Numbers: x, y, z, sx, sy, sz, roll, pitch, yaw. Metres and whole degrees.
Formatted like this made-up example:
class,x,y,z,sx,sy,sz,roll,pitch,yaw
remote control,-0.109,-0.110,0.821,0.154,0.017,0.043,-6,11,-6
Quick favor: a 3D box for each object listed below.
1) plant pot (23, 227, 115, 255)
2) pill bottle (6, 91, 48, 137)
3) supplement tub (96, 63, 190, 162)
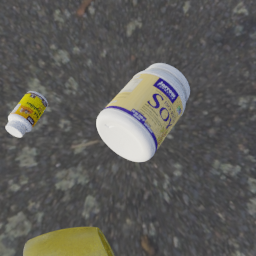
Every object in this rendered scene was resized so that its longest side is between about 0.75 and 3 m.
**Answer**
class,x,y,z,sx,sy,sz,roll,pitch,yaw
plant pot,-0.950,2.699,5.467,1.307,1.842,1.842,-29,81,-8
pill bottle,-2.330,-0.310,6.428,0.570,0.570,1.044,21,57,4
supplement tub,0.315,-0.306,4.955,1.137,1.137,1.564,36,61,6
